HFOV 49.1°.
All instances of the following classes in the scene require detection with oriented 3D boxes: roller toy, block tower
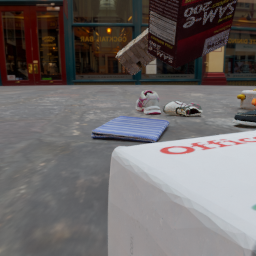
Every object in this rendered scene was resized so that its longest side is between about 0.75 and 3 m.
[{"bbox_3d":[6.104,-1.401,13.537,1.365,0.954,1.245,10,15,43],"label":"roller toy"},{"bbox_3d":[0.930,-2.604,7.947,2.764,0.799,0.746,-35,21,25],"label":"block tower"}]

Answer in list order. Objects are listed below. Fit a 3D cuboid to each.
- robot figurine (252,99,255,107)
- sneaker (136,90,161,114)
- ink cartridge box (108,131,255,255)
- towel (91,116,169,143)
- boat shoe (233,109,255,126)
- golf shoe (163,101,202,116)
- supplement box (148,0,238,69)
[{"bbox_3d":[5.713,-0.947,11.626,0.782,0.964,1.340,-39,-3,21],"label":"robot figurine"},{"bbox_3d":[0.921,-1.217,12.471,0.902,0.978,2.217,-3,11,-15],"label":"sneaker"},{"bbox_3d":[1.390,0.820,0.910,2.138,1.234,2.927,-5,12,-25],"label":"ink cartridge box"},{"bbox_3d":[0.178,0.030,8.003,1.742,0.287,2.406,5,13,15],"label":"towel"},{"bbox_3d":[4.740,-0.533,9.128,2.865,0.864,1.083,-3,11,-18],"label":"boat shoe"},{"bbox_3d":[2.182,-0.745,11.126,1.548,0.597,0.682,0,17,1],"label":"golf shoe"},{"bbox_3d":[1.080,-2.382,4.303,1.399,2.571,0.783,-28,50,-24],"label":"supplement box"}]
